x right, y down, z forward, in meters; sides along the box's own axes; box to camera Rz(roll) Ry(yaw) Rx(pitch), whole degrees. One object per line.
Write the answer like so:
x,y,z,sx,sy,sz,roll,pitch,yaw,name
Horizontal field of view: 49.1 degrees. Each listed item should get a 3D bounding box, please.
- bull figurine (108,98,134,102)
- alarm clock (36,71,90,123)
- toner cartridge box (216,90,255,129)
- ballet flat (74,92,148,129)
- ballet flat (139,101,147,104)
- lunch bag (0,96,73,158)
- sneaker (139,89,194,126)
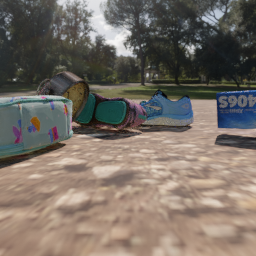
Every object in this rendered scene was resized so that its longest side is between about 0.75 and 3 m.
-0.565,-0.724,10.190,1.075,0.577,1.771,16,19,36,bull figurine
-1.561,-0.676,6.293,0.661,1.340,1.986,34,-3,10,alarm clock
2.645,-0.376,5.654,1.637,0.777,0.353,1,11,39,toner cartridge box
-0.617,-0.397,7.316,2.774,0.959,0.987,11,-5,45,ballet flat
0.993,-0.997,13.740,0.607,0.580,1.723,23,1,-14,ballet flat
-1.951,-0.080,4.440,1.691,0.813,2.108,-1,6,17,lunch bag
0.737,-0.594,7.920,2.217,0.997,0.869,2,7,14,sneaker
